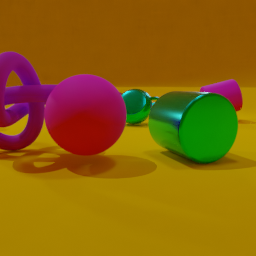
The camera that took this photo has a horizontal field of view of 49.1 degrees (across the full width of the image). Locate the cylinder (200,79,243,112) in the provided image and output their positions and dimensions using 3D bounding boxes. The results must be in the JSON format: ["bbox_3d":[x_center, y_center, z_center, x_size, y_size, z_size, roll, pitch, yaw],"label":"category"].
[{"bbox_3d":[2.899,-0.913,8.798,1.015,1.015,1.015,-14,9,3],"label":"cylinder"}]

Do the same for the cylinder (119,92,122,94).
[{"bbox_3d":[-0.433,-0.748,9.267,0.920,0.920,0.920,-1,9,-5],"label":"cylinder"}]

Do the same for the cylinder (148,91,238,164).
[{"bbox_3d":[1.008,-0.057,4.522,1.048,1.048,1.048,-4,10,-21],"label":"cylinder"}]

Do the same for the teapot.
[{"bbox_3d":[0.147,-0.540,8.090,1.705,1.060,0.835,-20,-27,5],"label":"teapot"}]

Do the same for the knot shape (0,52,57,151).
[{"bbox_3d":[-1.681,-0.440,4.713,1.653,1.766,0.816,-23,63,-40],"label":"knot shape"}]

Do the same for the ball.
[{"bbox_3d":[-0.611,-0.186,4.100,1.178,1.178,1.178,0,9,0],"label":"ball"}]
